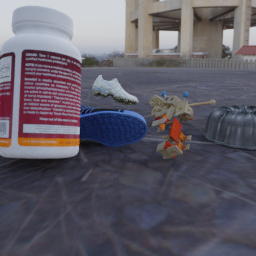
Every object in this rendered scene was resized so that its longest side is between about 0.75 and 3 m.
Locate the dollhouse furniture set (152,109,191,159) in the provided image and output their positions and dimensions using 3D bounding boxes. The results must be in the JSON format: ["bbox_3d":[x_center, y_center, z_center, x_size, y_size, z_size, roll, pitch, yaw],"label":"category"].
[{"bbox_3d":[1.016,0.189,6.197,0.512,0.995,0.984,-21,34,39],"label":"dollhouse furniture set"}]

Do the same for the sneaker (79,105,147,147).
[{"bbox_3d":[-0.941,-0.183,7.306,2.885,1.012,1.124,0,29,4],"label":"sneaker"}]

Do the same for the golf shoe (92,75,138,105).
[{"bbox_3d":[-0.442,-1.569,11.465,1.980,0.963,0.775,18,-13,-11],"label":"golf shoe"}]

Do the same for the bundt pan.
[{"bbox_3d":[3.212,-0.127,7.636,2.209,0.829,2.209,1,14,0],"label":"bundt pan"}]

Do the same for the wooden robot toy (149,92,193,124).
[{"bbox_3d":[1.577,-0.481,9.241,1.122,1.089,2.472,30,-4,-23],"label":"wooden robot toy"}]

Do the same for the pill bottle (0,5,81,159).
[{"bbox_3d":[-1.818,-0.870,5.910,1.651,2.924,1.651,2,-1,0],"label":"pill bottle"}]

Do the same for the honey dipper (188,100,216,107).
[{"bbox_3d":[2.585,-0.884,10.785,0.331,0.331,1.745,-13,7,-40],"label":"honey dipper"}]
